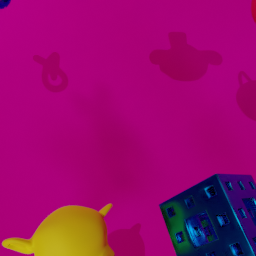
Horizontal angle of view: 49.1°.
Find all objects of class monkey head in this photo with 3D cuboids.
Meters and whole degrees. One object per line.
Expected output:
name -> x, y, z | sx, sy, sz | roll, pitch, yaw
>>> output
monkey head -> -0.946, 1.868, 4.377 | 1.869, 1.344, 1.126 | -7, 60, -43

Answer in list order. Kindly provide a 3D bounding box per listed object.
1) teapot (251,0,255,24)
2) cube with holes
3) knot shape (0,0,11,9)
teapot -> 2.687, -2.029, 4.620 | 1.718, 0.841, 1.068 | 52, 131, 12
cube with holes -> 1.434, 1.490, 4.321 | 1.159, 1.159, 1.159 | -40, 56, 35
knot shape -> -2.611, -2.578, 5.038 | 1.080, 1.010, 0.499 | 29, 119, -36
